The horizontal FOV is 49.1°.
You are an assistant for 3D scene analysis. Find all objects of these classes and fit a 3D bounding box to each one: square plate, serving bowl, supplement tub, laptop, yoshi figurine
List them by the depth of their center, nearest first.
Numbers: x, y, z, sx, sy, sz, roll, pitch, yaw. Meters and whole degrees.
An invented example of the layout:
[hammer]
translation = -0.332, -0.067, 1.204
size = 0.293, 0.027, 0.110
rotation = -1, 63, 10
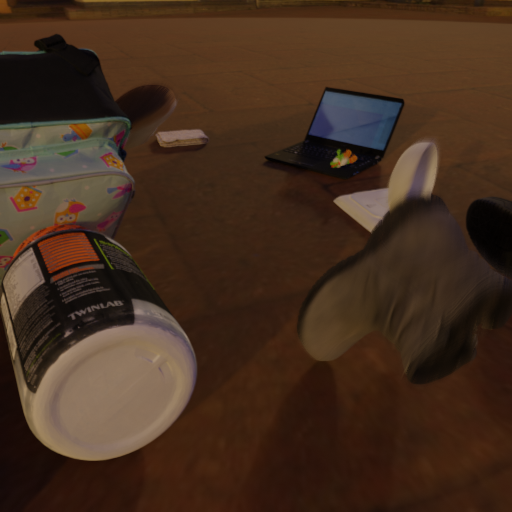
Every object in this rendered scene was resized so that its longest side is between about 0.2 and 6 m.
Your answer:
[supplement tub]
translation = -1.894, 0.751, 6.261
size = 1.673, 1.673, 2.730
rotation = -14, 31, -24
[serving bowl]
translation = 2.291, -1.085, 8.395
size = 0.425, 1.291, 1.291
rotation = 19, 34, 29
[square plate]
translation = 2.612, -0.955, 10.941
size = 1.661, 0.239, 1.677
rotation = -9, 30, -17
[yoshi figurine]
translation = 1.931, -2.165, 12.464
size = 0.380, 0.382, 0.680
rotation = -6, -4, -31
[laptop]
translation = 1.917, -3.066, 13.648
size = 2.351, 1.370, 2.653
rotation = 21, 35, 34

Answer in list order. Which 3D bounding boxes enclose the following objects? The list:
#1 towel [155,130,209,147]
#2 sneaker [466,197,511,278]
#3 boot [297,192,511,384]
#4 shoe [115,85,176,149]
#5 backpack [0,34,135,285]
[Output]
[towel]
translation = -1.999, -3.188, 15.072
size = 1.321, 0.228, 0.875
rotation = -9, 30, -16
[sneaker]
translation = 5.042, 0.016, 8.358
size = 1.859, 1.070, 3.564
rotation = -15, 37, -24
[boot]
translation = 1.367, 0.689, 5.872
size = 0.884, 2.532, 1.667
rotation = 14, 36, -25
[shoe]
translation = -2.381, -2.480, 10.448
size = 2.482, 0.662, 0.868
rotation = -12, 64, 32
[backpack]
translation = -3.417, -1.025, 8.019
size = 2.998, 3.410, 2.614
rotation = -16, 73, -32
